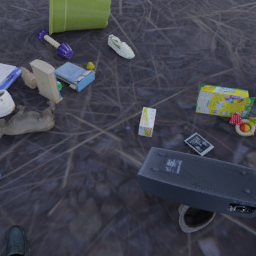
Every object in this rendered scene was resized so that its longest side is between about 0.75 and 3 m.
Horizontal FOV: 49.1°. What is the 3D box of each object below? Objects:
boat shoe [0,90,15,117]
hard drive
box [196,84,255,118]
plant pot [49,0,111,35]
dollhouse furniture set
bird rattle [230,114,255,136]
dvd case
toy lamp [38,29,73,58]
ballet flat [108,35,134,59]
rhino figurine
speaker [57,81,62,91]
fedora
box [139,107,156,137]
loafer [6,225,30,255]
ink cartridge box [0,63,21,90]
[{"bbox_3d":[-5.486,-0.636,9.739,2.824,0.979,1.000,-27,54,-22],"label":"boat shoe"},{"bbox_3d":[1.822,1.343,7.285,2.942,0.623,1.984,12,21,12],"label":"hard drive"},{"bbox_3d":[3.421,-0.920,9.934,1.821,1.068,0.440,11,49,9],"label":"box"},{"bbox_3d":[-2.347,-5.843,13.439,2.770,2.917,2.917,1,48,-17],"label":"plant pot"},{"bbox_3d":[-2.716,-2.408,10.990,2.079,1.437,2.202,30,55,23],"label":"dollhouse furniture set"},{"bbox_3d":[4.003,-0.099,9.637,0.956,0.538,0.779,6,65,9],"label":"bird rattle"},{"bbox_3d":[2.350,0.551,9.295,0.602,0.099,0.801,-31,56,-25],"label":"dvd case"},{"bbox_3d":[-3.306,-3.811,12.770,0.647,0.647,2.224,-37,57,-27],"label":"toy lamp"},{"bbox_3d":[-0.375,-3.727,12.736,0.605,0.605,1.685,-33,57,-25],"label":"ballet flat"},{"bbox_3d":[-3.644,-0.206,9.555,2.413,0.722,1.055,-12,50,-8],"label":"rhino figurine"},{"bbox_3d":[-3.068,-1.778,11.138,0.909,0.402,0.402,29,55,23],"label":"speaker"},{"bbox_3d":[1.759,2.184,7.464,1.137,1.006,0.514,-28,24,-7],"label":"fedora"},{"bbox_3d":[0.668,-0.209,9.681,0.453,0.503,0.894,10,51,5],"label":"box"},{"bbox_3d":[-2.671,3.069,6.784,0.546,0.564,1.607,-14,50,-12],"label":"loafer"},{"bbox_3d":[-5.538,-2.043,11.295,2.448,0.514,1.461,12,50,14],"label":"ink cartridge box"}]
